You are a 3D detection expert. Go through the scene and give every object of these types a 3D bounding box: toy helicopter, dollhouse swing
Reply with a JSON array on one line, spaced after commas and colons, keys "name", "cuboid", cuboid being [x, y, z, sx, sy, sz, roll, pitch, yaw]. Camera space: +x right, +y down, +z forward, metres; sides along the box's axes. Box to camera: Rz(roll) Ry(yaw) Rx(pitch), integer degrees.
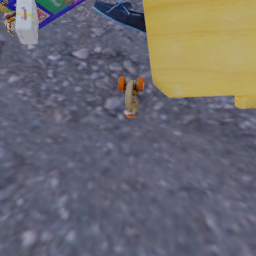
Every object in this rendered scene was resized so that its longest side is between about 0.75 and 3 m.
[{"name": "toy helicopter", "cuboid": [0.094, -0.481, 5.346, 0.441, 1.118, 0.740, 3, 80, 8]}, {"name": "dollhouse swing", "cuboid": [1.859, -1.910, 5.055, 2.285, 2.599, 2.362, 7, 31, 33]}]

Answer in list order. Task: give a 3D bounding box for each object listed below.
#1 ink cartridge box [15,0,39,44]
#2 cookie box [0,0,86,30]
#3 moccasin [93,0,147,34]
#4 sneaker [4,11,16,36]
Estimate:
[{"name": "ink cartridge box", "cuboid": [-2.058, -2.199, 5.752, 0.324, 0.564, 0.777, -1, 75, -5]}, {"name": "cookie box", "cuboid": [-1.876, -3.147, 6.245, 1.903, 1.627, 0.715, -26, 84, 10]}, {"name": "moccasin", "cuboid": [-0.054, -2.033, 4.899, 1.134, 0.387, 0.456, 9, 33, -31]}, {"name": "sneaker", "cuboid": [-2.486, -2.253, 6.060, 0.283, 0.340, 0.754, -26, 9, -21]}]
